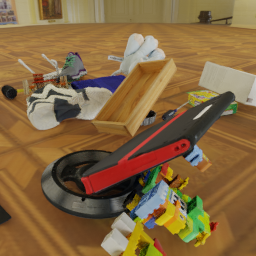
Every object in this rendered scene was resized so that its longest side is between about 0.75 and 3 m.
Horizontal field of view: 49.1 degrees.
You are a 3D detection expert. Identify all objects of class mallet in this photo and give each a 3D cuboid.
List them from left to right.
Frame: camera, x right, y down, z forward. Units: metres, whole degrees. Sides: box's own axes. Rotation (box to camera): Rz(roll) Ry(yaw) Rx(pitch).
[{"bbox_3d":[-4.272,-1.706,12.221,0.786,0.491,2.388,21,28,41],"label":"mallet"}]

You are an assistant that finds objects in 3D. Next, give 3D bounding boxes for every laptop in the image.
[{"bbox_3d":[-3.314,1.334,5.174,1.698,0.877,1.505,22,34,39],"label":"laptop"}]

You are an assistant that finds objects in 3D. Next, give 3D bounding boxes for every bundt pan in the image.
[{"bbox_3d":[0.521,-0.343,9.363,0.873,0.328,0.873,-1,25,0],"label":"bundt pan"}]

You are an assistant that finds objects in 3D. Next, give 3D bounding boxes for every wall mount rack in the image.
[{"bbox_3d":[-4.081,-3.265,14.684,2.555,1.097,2.941,5,23,28],"label":"wall mount rack"}]

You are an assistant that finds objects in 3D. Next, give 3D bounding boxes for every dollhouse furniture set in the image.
[{"bbox_3d":[-3.469,-1.877,11.430,1.631,0.840,1.614,-12,11,-29],"label":"dollhouse furniture set"}]

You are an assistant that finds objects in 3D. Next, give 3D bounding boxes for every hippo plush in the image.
[{"bbox_3d":[0.602,-3.109,12.974,2.828,2.253,2.274,-4,25,-10],"label":"hippo plush"}]

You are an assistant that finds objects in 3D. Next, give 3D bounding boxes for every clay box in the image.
[{"bbox_3d":[3.081,-0.980,10.575,1.054,0.437,1.834,-9,25,-19],"label":"clay box"}]

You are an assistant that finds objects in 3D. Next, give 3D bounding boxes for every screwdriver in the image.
[{"bbox_3d":[1.840,-0.683,10.096,1.909,0.266,0.278,-26,65,-39],"label":"screwdriver"}]

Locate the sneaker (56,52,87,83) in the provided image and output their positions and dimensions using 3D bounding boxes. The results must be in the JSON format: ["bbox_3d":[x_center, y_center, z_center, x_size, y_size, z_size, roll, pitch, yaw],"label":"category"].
[{"bbox_3d":[-2.806,-2.889,13.236,1.091,1.283,2.931,-12,17,9],"label":"sneaker"}]

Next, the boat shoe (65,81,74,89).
[{"bbox_3d":[-2.633,-1.912,12.719,0.321,0.294,0.858,10,27,20],"label":"boat shoe"}]

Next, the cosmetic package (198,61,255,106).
[{"bbox_3d":[4.272,-1.715,10.995,1.529,1.099,2.709,5,19,-30],"label":"cosmetic package"}]

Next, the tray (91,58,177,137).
[{"bbox_3d":[0.244,-1.016,8.772,1.451,0.545,2.941,5,51,43],"label":"tray"}]

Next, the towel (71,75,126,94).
[{"bbox_3d":[-0.908,-1.578,11.762,2.523,0.625,1.863,-15,36,-29],"label":"towel"}]

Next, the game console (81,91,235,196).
[{"bbox_3d":[0.649,0.254,5.447,2.546,0.447,2.879,-26,5,37],"label":"game console"}]

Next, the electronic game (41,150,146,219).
[{"bbox_3d":[-0.686,1.115,6.067,2.296,0.478,2.296,6,23,-3],"label":"electronic game"}]

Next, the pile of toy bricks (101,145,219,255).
[{"bbox_3d":[0.928,1.356,4.869,1.478,1.661,2.994,44,21,1],"label":"pile of toy bricks"}]

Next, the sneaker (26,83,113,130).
[{"bbox_3d":[-2.131,-1.025,9.775,2.935,1.171,1.910,-23,41,-21],"label":"sneaker"}]
